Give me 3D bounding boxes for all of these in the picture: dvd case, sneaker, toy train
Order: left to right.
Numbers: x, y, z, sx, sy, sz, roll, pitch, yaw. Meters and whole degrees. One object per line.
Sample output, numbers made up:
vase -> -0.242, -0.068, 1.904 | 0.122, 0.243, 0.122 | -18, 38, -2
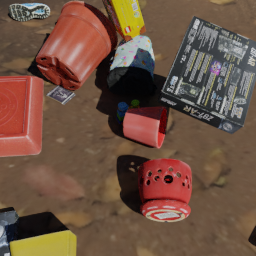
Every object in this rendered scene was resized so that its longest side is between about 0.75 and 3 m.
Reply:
sneaker -> -4.424, -5.264, 12.654 | 1.831, 0.718, 0.823 | -1, 33, -6
dvd case -> -2.305, -1.134, 9.602 | 0.802, 0.064, 0.596 | 26, 54, 21
toy train -> 0.260, -0.598, 8.750 | 1.276, 0.738, 0.540 | -18, 54, -13

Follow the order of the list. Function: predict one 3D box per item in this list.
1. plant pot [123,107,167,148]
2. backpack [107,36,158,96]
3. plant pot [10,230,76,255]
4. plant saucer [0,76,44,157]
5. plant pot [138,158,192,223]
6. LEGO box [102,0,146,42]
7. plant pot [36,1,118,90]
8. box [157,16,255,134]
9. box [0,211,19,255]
plant pot -> 0.488, -0.078, 8.147 | 1.065, 1.204, 1.204 | 8, 51, 17
backpack -> 0.235, -2.163, 9.629 | 1.754, 1.331, 2.102 | 7, 50, 8
plant pot -> -1.675, 2.847, 5.818 | 1.181, 1.181, 1.042 | -9, 64, -7
plant saucer -> -4.155, -0.529, 8.485 | 2.974, 0.547, 2.979 | -3, 58, -9
plant pot -> 0.874, 1.520, 6.711 | 1.317, 1.317, 1.199 | 3, 55, 3
LEGO box -> -0.287, -3.972, 8.738 | 0.765, 1.983, 1.476 | -28, 46, -3
plant pot -> -1.829, -2.637, 9.550 | 2.265, 2.265, 2.203 | 20, 66, 15
box -> 1.974, -1.296, 6.540 | 1.895, 0.515, 2.365 | 23, 68, 1
box -> -3.171, 2.757, 6.336 | 1.232, 0.335, 1.538 | -7, 52, -6
